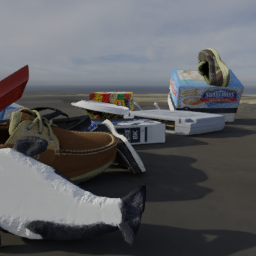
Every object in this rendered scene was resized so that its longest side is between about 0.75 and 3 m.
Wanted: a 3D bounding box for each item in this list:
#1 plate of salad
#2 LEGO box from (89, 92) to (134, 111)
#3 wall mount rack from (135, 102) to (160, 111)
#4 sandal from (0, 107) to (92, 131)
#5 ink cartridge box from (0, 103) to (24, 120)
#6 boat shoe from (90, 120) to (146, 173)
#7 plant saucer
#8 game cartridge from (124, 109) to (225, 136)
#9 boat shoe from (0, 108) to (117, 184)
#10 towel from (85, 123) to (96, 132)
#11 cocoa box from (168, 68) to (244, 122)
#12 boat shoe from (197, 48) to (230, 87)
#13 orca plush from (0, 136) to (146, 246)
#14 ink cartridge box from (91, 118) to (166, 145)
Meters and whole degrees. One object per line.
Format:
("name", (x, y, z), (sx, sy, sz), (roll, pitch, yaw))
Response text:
("plate of salad", (-0.990, -0.664, 11.631), (2.751, 0.661, 2.751), (11, 8, -1))
("LEGO box", (-0.779, -1.353, 14.739), (2.021, 1.047, 2.714), (1, 9, 4))
("wall mount rack", (1.252, -0.816, 12.406), (1.894, 0.706, 1.645), (7, 11, 42))
("sandal", (-1.946, -0.062, 5.290), (2.476, 0.530, 0.941), (-4, 21, 3))
("ink cartridge box", (-4.927, -0.748, 9.822), (2.077, 0.693, 1.203), (21, 11, 7))
("boat shoe", (-0.263, 0.370, 5.007), (0.524, 0.642, 1.739), (-32, 34, -10))
("plant saucer", (-3.666, -0.902, 8.200), (1.810, 0.332, 1.806), (-47, 8, -34))
("game cartridge", (1.525, -0.251, 9.318), (1.986, 0.603, 2.979), (-11, 14, -37))
("boat shoe", (-1.419, 0.262, 3.882), (2.611, 0.964, 0.988), (-6, 25, -21))
("towel", (-1.868, 0.241, 5.341), (1.577, 0.260, 2.178), (6, 25, 31))
("cocoa box", (2.944, -1.319, 11.007), (2.427, 1.593, 1.619), (0, 37, -2))
("boat shoe", (2.901, -2.240, 10.135), (0.781, 0.849, 2.377), (-3, 39, -7))
("orca plush", (-0.802, 0.661, 2.842), (1.976, 1.039, 0.702), (-2, -22, 5))
("ink cartridge box", (-0.615, 0.097, 7.027), (2.814, 0.552, 1.399), (-4, 10, -20))
